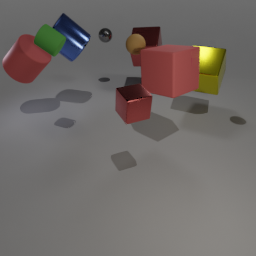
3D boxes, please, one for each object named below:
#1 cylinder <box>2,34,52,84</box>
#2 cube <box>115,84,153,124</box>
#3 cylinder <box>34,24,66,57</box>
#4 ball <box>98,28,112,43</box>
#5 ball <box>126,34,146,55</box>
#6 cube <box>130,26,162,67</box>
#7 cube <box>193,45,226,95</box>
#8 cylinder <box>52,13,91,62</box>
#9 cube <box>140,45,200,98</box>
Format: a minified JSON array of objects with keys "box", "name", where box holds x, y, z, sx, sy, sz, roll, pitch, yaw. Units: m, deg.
[{"box":[-4.019,-2.733,11.168,1.400,1.400,1.400,-36,13,32],"name":"cylinder"},{"box":[0.131,-0.624,7.153,0.700,0.700,0.700,-14,41,-22],"name":"cube"},{"box":[-2.353,-2.642,8.462,0.700,0.700,0.700,33,30,-10],"name":"cylinder"},{"box":[-1.133,-4.630,13.999,0.700,0.700,0.700,0,31,0],"name":"ball"},{"box":[0.265,-2.930,9.816,0.700,0.700,0.700,0,31,0],"name":"ball"},{"box":[0.928,-4.088,14.140,1.400,1.400,1.400,3,60,14],"name":"cube"},{"box":[3.269,-2.433,11.845,1.400,1.400,1.400,14,69,23],"name":"cube"},{"box":[-2.498,-3.705,11.532,1.400,1.400,1.400,35,20,-24],"name":"cylinder"},{"box":[1.391,-1.924,9.255,1.400,1.400,1.400,-23,30,-38],"name":"cube"}]
